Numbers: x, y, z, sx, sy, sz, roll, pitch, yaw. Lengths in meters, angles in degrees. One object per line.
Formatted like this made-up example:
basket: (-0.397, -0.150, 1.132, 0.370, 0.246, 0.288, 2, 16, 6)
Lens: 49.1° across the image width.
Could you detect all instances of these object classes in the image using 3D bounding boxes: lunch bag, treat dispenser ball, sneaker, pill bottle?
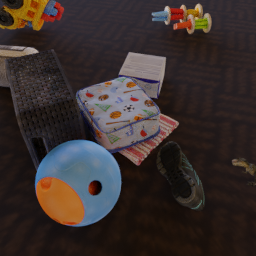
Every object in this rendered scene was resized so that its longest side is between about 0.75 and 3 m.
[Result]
lunch bag: (-0.342, -0.424, 7.238, 1.811, 0.854, 2.260, -22, 43, -16)
treat dispenser ball: (-0.954, 1.055, 5.465, 1.641, 1.641, 1.641, 0, 46, 0)
sneaker: (1.153, 1.052, 6.168, 0.682, 0.717, 1.808, -37, 37, 18)
pill bottle: (-3.396, -1.852, 8.580, 2.259, 1.250, 1.250, 6, 46, 5)

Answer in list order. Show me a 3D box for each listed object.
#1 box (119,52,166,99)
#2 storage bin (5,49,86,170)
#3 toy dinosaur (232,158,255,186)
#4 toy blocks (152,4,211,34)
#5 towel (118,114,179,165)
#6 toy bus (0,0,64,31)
box: (0.468, -1.669, 8.777, 1.236, 0.705, 1.344, 11, 46, 10)
storage bin: (-1.990, -0.481, 6.849, 1.254, 1.809, 2.676, -17, 48, -15)
toy dinosaur: (2.909, 1.139, 6.207, 1.309, 0.311, 0.577, 31, 57, 5)
toy blocks: (2.122, -4.424, 11.453, 2.048, 0.744, 1.707, -7, 46, -7)
towel: (0.320, 0.109, 7.383, 1.302, 0.266, 1.780, 29, 52, 29)
toy bus: (-3.849, -4.767, 11.194, 2.258, 2.352, 1.596, 24, 49, -24)
